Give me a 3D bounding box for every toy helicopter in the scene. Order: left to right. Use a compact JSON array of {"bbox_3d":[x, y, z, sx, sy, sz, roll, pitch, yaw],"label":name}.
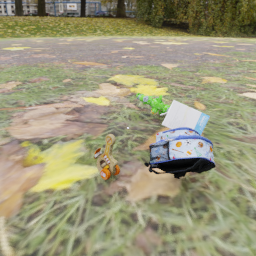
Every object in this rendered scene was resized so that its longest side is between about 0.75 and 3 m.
[{"bbox_3d":[-0.474,0.568,6.055,0.666,1.008,0.397,30,29,33],"label":"toy helicopter"}]

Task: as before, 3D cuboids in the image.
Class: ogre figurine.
[{"bbox_3d":[0.955,-0.824,9.532,1.407,0.690,0.844,44,7,-4],"label":"ogre figurine"}]

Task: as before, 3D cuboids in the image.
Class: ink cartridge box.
[{"bbox_3d":[1.495,-0.242,7.733,1.193,0.747,0.767,26,5,5],"label":"ink cartridge box"}]

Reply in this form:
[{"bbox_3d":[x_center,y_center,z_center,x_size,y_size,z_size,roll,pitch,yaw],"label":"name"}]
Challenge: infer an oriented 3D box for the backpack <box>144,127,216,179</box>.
[{"bbox_3d":[1.126,0.514,5.634,1.165,0.942,1.223,-8,-19,38],"label":"backpack"}]
